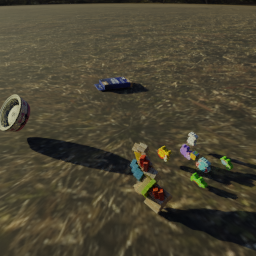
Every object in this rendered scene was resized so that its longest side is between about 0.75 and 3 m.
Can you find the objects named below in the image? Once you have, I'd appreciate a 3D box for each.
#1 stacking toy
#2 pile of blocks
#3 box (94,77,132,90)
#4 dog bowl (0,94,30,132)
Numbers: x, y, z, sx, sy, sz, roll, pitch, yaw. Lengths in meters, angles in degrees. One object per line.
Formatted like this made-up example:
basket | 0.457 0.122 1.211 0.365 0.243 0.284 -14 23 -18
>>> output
stacking toy | 1.458 0.682 6.080 1.013 0.316 1.343 -23 46 -31
pile of blocks | 0.297 0.840 5.097 0.571 0.432 1.391 -26 57 2
box | -0.569 -1.681 10.550 1.300 0.211 0.787 -10 29 -17
dog bowl | -2.893 -0.342 7.175 0.979 0.979 0.361 29 1 42
